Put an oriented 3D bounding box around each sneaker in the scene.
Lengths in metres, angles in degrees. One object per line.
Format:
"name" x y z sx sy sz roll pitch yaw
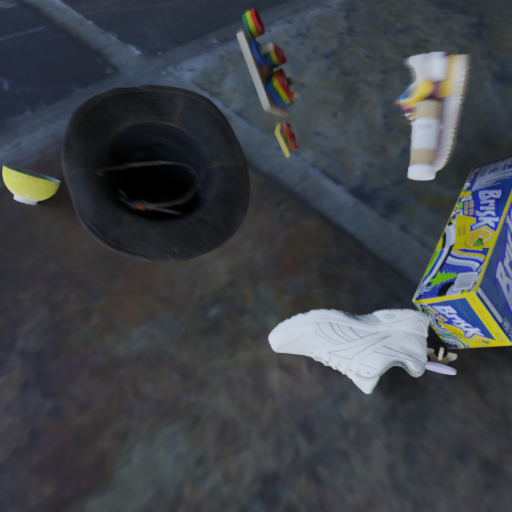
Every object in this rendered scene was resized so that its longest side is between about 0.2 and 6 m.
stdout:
"sneaker" 3.407 -2.832 11.126 1.120 2.486 0.932 11 43 16
"sneaker" 1.641 1.691 9.856 2.868 1.117 1.425 -4 71 10

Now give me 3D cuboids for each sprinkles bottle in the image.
"sprinkles bottle" 3.121 -2.127 10.374 0.476 0.476 1.396 6 88 5

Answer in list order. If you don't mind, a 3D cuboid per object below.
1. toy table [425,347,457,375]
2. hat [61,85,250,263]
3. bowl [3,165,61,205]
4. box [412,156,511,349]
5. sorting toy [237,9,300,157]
"toy table" 3.302 1.884 10.071 0.599 0.550 0.351 15 69 8
"hat" -1.460 -1.089 8.319 2.851 1.150 2.851 4 69 -12
"bowl" -5.134 -1.542 12.647 1.240 1.240 0.667 21 97 16
"box" 4.532 -0.171 10.857 1.421 1.304 4.057 49 55 -19
"sorting toy" 0.370 -3.529 11.115 0.534 1.522 3.157 -20 92 19
